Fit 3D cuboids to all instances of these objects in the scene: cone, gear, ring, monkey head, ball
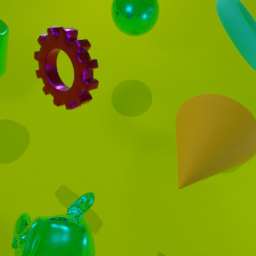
[{"bbox_3d":[0.948,0.386,3.727,1.266,1.266,1.271,31,46,17],"label":"cone"},{"bbox_3d":[-1.100,-1.023,4.879,1.383,1.383,0.256,39,38,20],"label":"gear"},{"bbox_3d":[2.691,-2.112,6.311,2.086,0.417,2.086,30,43,-33],"label":"ring"},{"bbox_3d":[-0.998,1.563,3.722,0.998,1.191,1.656,10,97,-31],"label":"monkey head"},{"bbox_3d":[0.182,-2.969,7.117,1.231,1.231,1.231,0,60,0],"label":"ball"}]

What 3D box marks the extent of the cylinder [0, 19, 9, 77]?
[{"bbox_3d":[-3.304,-1.839,6.301,1.103,1.103,1.103,15,39,-13],"label":"cylinder"}]
